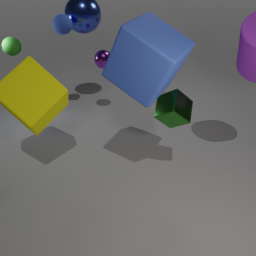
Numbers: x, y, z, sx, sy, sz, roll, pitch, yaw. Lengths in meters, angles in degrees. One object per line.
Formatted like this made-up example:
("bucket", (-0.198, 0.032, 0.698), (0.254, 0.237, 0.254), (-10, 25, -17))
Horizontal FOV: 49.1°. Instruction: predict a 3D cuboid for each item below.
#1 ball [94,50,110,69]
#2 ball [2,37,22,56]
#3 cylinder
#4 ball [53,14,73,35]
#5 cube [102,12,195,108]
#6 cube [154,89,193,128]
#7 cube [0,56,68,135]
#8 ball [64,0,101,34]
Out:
("ball", (-0.943, -2.629, 10.714), (0.700, 0.700, 0.700), (0, 30, 0))
("ball", (-4.426, -3.107, 10.669), (0.700, 0.700, 0.700), (0, 30, 0))
("cylinder", (3.632, -2.118, 7.326), (1.400, 1.400, 1.400), (-7, 61, 12))
("ball", (-2.340, -3.710, 10.029), (0.700, 0.700, 0.700), (0, 30, 0))
("cube", (0.477, -1.636, 6.661), (1.400, 1.400, 1.400), (37, 44, 6))
("cube", (1.216, -0.501, 7.462), (0.700, 0.700, 0.700), (-17, 52, 46))
("cube", (-2.664, -0.840, 7.861), (1.400, 1.400, 1.400), (42, 75, -2))
("ball", (-1.736, -4.372, 10.794), (1.400, 1.400, 1.400), (0, 30, 0))
